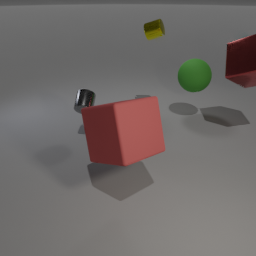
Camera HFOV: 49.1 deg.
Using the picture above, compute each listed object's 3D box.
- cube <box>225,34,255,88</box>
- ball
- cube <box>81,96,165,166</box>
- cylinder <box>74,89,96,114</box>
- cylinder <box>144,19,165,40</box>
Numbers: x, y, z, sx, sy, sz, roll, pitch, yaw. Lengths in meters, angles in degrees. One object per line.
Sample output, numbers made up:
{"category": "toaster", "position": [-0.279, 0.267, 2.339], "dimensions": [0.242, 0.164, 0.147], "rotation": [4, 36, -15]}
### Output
{"category": "cube", "position": [4.586, -2.416, 10.263], "dimensions": [1.400, 1.400, 1.400], "rotation": [14, -12, -37]}
{"category": "ball", "position": [2.799, -2.202, 11.793], "dimensions": [1.400, 1.400, 1.400], "rotation": [0, 27, 0]}
{"category": "cube", "position": [-0.118, 0.046, 6.974], "dimensions": [1.400, 1.400, 1.400], "rotation": [-15, 9, -40]}
{"category": "cylinder", "position": [-1.571, -0.950, 10.224], "dimensions": [0.700, 0.700, 0.700], "rotation": [4, 66, 8]}
{"category": "cylinder", "position": [1.090, -4.040, 11.516], "dimensions": [0.700, 0.700, 0.700], "rotation": [-10, 22, 24]}
